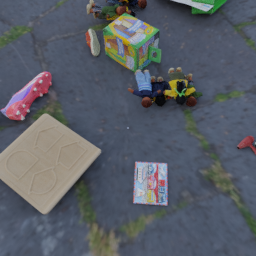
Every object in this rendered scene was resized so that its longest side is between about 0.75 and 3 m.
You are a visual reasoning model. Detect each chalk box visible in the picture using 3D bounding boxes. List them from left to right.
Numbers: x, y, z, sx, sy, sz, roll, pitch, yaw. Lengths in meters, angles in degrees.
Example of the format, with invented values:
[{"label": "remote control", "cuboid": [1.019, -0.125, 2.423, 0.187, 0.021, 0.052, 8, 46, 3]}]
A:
[{"label": "chalk box", "cuboid": [0.257, -2.617, 8.957, 1.816, 1.130, 1.124, 36, 65, 22]}]

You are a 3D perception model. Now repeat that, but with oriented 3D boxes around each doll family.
[{"label": "doll family", "cuboid": [-0.281, -4.463, 10.173, 1.599, 1.085, 2.766, 11, 56, 12]}, {"label": "doll family", "cuboid": [1.117, -1.103, 8.244, 2.219, 0.871, 1.282, -6, 62, 2]}]

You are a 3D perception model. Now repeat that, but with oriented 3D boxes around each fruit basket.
[{"label": "fruit basket", "cuboid": [2.582, -5.345, 10.842, 2.582, 1.210, 2.392, 28, 61, 34]}]

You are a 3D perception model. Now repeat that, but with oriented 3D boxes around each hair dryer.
[{"label": "hair dryer", "cuboid": [3.363, 0.501, 7.555, 0.827, 0.225, 0.630, 5, 59, 4]}]

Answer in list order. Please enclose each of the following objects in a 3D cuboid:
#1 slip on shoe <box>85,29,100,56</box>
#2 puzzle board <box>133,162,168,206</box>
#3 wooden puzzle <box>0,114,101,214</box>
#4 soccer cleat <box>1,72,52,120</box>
[{"label": "slip on shoe", "cuboid": [-1.229, -2.898, 9.623, 0.338, 0.410, 1.106, -29, 64, 30]}, {"label": "puzzle board", "cuboid": [0.578, 1.378, 7.086, 0.839, 0.097, 1.113, 3, 58, 2]}, {"label": "wooden puzzle", "cuboid": [-2.099, 0.852, 7.207, 2.214, 0.513, 2.051, 30, 62, 22]}, {"label": "soccer cleat", "cuboid": [-2.974, -1.031, 8.310, 0.712, 0.621, 1.862, 19, 62, 18]}]
